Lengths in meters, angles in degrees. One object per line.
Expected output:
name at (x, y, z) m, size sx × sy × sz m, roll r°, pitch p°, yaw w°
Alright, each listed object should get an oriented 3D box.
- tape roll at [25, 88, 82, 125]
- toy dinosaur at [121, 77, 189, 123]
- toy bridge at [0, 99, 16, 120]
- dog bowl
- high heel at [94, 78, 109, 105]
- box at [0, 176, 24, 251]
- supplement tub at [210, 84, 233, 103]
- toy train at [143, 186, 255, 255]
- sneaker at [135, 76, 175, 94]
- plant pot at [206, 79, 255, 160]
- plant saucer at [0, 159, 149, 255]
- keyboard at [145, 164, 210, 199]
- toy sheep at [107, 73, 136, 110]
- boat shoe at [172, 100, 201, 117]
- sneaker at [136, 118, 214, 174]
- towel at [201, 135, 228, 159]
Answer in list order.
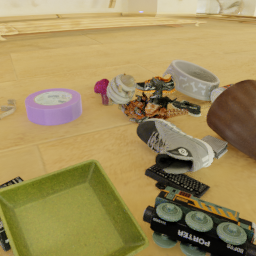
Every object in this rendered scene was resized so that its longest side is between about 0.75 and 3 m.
tape roll at (-3.167, -0.963, 12.045) m, size 2.311 × 0.758 × 2.311 m, roll 0°, pitch 28°, yaw 0°
toy dinosaur at (1.087, -0.827, 11.582) m, size 2.831 × 1.446 × 1.922 m, roll 24°, pitch 60°, yaw 15°
toy bridge at (-5.295, -0.861, 12.382) m, size 0.610 × 0.247 × 1.815 m, roll 3°, pitch 29°, yaw 0°
dog bowl at (3.167, -2.437, 13.753) m, size 2.864 × 0.840 × 2.864 m, roll 16°, pitch 31°, yaw -10°
high heel at (-1.181, -2.191, 13.713) m, size 0.904 × 1.289 × 2.682 m, roll -8°, pitch 30°, yaw -14°
box at (-2.774, 1.989, 6.760) m, size 1.487 × 0.641 × 1.218 m, roll 24°, pitch 37°, yaw 37°
supplement tub at (4.614, -1.532, 12.921) m, size 1.470 × 0.901 × 0.901 m, roll -18°, pitch 34°, yaw -30°
toy train at (1.603, 2.127, 6.228) m, size 2.465 × 1.050 × 1.405 m, roll 13°, pitch 22°, yaw 23°
sneaker at (1.362, -2.259, 14.349) m, size 2.126 × 0.821 × 0.832 m, roll 1°, pitch 30°, yaw 4°
plant pot at (4.199, 0.033, 9.132) m, size 2.266 × 2.266 × 2.425 m, roll -11°, pitch 46°, yaw -19°
plant saucer at (-1.229, 2.062, 5.995) m, size 2.487 × 0.596 × 2.490 m, roll -16°, pitch 53°, yaw -33°
keyboard at (1.325, 1.526, 8.061) m, size 1.799 × 0.231 × 1.080 m, roll 22°, pitch 36°, yaw 36°
toy sheep at (-0.317, -1.506, 11.534) m, size 1.273 × 1.846 × 1.273 m, roll 22°, pitch 47°, yaw -26°
boat shoe at (2.591, -0.986, 12.371) m, size 0.590 × 0.470 × 1.559 m, roll -24°, pitch 37°, yaw -37°
sneaker at (1.090, 0.558, 8.761) m, size 2.868 × 1.076 × 1.656 m, roll 23°, pitch 28°, yaw 34°
towel at (2.855, 0.622, 9.528) m, size 0.749 × 0.387 × 0.905 m, roll -26°, pitch 38°, yaw -38°
